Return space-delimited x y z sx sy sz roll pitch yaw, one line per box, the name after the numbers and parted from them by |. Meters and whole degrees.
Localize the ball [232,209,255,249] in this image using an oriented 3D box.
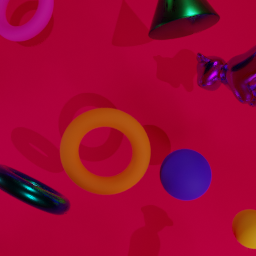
2.515 2.046 5.695 0.749 0.749 0.749 0 81 0 | ball

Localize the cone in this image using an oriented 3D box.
0.923 -2.535 5.253 1.344 1.344 1.349 -10 92 -2 | cone

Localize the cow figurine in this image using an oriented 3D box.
2.251 -1.229 5.725 1.683 0.924 1.656 -42 58 32 | cow figurine

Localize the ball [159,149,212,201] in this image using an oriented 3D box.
1.231 0.997 6.033 1.099 1.099 1.099 0 81 0 | ball

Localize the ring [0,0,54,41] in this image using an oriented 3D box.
-2.316 -2.630 6.100 1.521 0.304 1.521 -2 83 16 | ring

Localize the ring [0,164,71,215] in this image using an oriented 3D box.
-1.953 1.235 5.624 1.757 1.757 0.351 27 76 4 | ring

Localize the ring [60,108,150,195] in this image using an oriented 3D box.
-0.476 0.518 5.903 1.903 0.381 1.903 0 104 0 | ring
